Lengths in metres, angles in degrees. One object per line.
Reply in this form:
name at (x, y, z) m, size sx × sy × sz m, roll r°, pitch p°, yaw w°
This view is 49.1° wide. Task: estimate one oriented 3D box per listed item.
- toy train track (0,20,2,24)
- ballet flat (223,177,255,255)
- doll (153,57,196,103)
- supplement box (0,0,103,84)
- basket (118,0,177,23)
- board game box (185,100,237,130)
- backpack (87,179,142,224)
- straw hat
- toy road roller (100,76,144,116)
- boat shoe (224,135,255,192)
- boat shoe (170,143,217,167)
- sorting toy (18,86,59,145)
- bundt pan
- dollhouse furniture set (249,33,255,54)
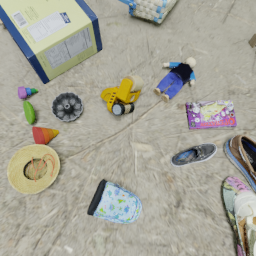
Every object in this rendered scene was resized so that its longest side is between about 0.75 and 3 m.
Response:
toy train track at (-5.180, -4.066, 10.700) m, size 1.839 × 0.299 × 1.055 m, roll -6°, pitch 44°, yaw -9°
ballet flat at (3.520, 2.827, 8.052) m, size 1.034 × 1.064 × 2.991 m, roll -4°, pitch 71°, yaw -4°
doll at (1.736, -1.847, 9.950) m, size 1.321 × 0.469 × 1.937 m, roll 41°, pitch 76°, yaw 12°
supplement box at (-2.698, -3.517, 9.817) m, size 2.602 × 1.748 × 2.605 m, roll -34°, pitch 75°, yaw -11°
basket at (0.557, -5.338, 10.345) m, size 2.758 × 1.918 × 2.432 m, roll 35°, pitch 74°, yaw 2°
board game box at (2.841, -0.462, 9.621) m, size 1.612 × 0.260 × 0.968 m, roll -4°, pitch 75°, yaw -2°
backpack at (-0.310, 2.281, 8.343) m, size 1.455 × 1.119 × 1.187 m, roll 28°, pitch 66°, yaw -6°
straw hat at (-2.830, 1.318, 8.761) m, size 1.623 × 0.687 × 1.623 m, roll -1°, pitch 73°, yaw 4°
toy road roller at (-0.258, -1.165, 9.261) m, size 1.071 × 0.901 × 1.467 m, roll 33°, pitch 113°, yaw 20°
boat shoe at (4.217, 1.384, 8.540) m, size 1.057 × 1.059 × 2.926 m, roll -43°, pitch 76°, yaw -13°
boat shoe at (2.149, 0.821, 9.011) m, size 1.605 × 0.532 × 0.561 m, roll -14°, pitch 72°, yaw -5°
sorting toy at (-2.995, -0.456, 9.476) m, size 0.796 × 0.801 × 2.311 m, roll -16°, pitch 72°, yaw -31°
bundt pan at (-2.050, -0.668, 9.584) m, size 1.093 × 0.410 × 1.093 m, roll 0°, pitch 71°, yaw -1°
dollhouse furniture set at (5.546, -3.051, 10.011) m, size 1.477 × 1.119 × 1.685 m, roll -22°, pitch 73°, yaw -7°
